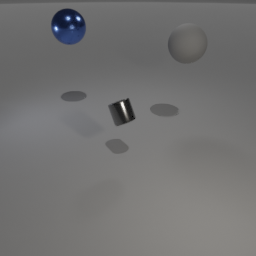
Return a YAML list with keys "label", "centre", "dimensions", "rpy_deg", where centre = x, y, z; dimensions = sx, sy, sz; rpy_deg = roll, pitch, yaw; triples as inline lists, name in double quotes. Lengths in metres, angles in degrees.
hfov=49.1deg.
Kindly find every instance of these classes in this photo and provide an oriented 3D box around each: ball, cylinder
- label: "ball"
  centre: [2.149, -3.040, 10.125]
  dimensions: [1.400, 1.400, 1.400]
  rpy_deg: [0, 28, 0]
- label: "cylinder"
  centre: [-0.185, -0.496, 8.685]
  dimensions: [0.700, 0.700, 0.700]
  rpy_deg: [-19, 8, 3]
- label: "ball"
  centre: [-2.411, -4.109, 11.394]
  dimensions: [1.400, 1.400, 1.400]
  rpy_deg: [0, 28, 0]
